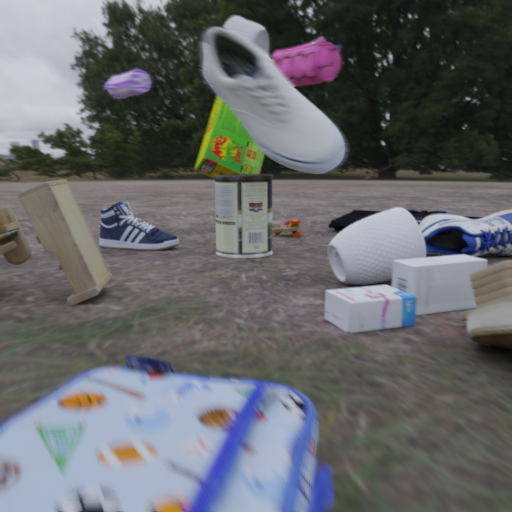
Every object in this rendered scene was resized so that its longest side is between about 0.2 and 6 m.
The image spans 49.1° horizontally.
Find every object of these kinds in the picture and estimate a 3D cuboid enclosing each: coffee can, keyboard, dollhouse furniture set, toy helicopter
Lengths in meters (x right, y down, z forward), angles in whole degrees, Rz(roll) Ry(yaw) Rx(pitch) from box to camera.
[{"bbox_3d":[-0.255,-0.844,11.500,1.194,1.632,1.194,0,10,0],"label":"coffee can"},{"bbox_3d":[4.143,-0.824,14.886,3.907,0.501,2.346,8,19,34],"label":"keyboard"},{"bbox_3d":[-3.586,0.155,7.922,2.455,1.631,2.152,-22,11,0],"label":"dollhouse furniture set"},{"bbox_3d":[0.623,-0.684,14.261,1.061,0.419,0.702,-8,12,-9],"label":"toy helicopter"}]

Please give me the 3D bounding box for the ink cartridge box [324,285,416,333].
[{"bbox_3d":[1.362,0.627,6.754,0.904,0.383,0.653,-5,11,-20],"label":"ink cartridge box"}]

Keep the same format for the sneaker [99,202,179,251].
[{"bbox_3d":[-2.605,-0.664,12.280,1.866,1.012,0.654,2,10,14],"label":"sneaker"}]

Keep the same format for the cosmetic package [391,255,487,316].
[{"bbox_3d":[2.422,0.371,7.408,1.206,0.681,0.489,-3,11,-23],"label":"cosmetic package"}]

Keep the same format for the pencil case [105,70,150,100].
[{"bbox_3d":[-3.107,-4.139,13.509,0.600,0.589,1.403,3,3,-39],"label":"pencil case"}]

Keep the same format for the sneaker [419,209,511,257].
[{"bbox_3d":[4.488,-0.293,11.021,2.599,0.978,1.145,-3,20,23],"label":"sneaker"}]

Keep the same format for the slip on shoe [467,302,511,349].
[{"bbox_3d":[2.889,0.774,4.744,1.067,0.851,2.807,1,-9,-23],"label":"slip on shoe"}]

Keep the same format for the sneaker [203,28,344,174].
[{"bbox_3d":[0.141,-2.691,9.684,3.329,1.216,1.179,43,-6,20],"label":"sneaker"}]

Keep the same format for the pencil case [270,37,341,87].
[{"bbox_3d":[1.114,-4.706,13.737,0.953,0.984,2.100,-46,30,-20],"label":"pencil case"}]

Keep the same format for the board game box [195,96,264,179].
[{"bbox_3d":[-0.447,-3.183,14.181,1.463,2.879,0.686,21,-28,-17],"label":"board game box"}]

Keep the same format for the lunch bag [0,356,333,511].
[{"bbox_3d":[-0.471,1.161,2.716,1.629,0.768,2.033,4,12,12],"label":"lunch bag"}]

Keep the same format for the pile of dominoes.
[{"bbox_3d":[3.742,0.279,5.943,2.774,0.442,2.162,-1,-15,-14],"label":"pile of dominoes"}]

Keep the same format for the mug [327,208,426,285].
[{"bbox_3d":[1.795,-0.039,8.972,1.259,1.060,1.436,-19,-10,-12],"label":"mug"}]

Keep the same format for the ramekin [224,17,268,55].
[{"bbox_3d":[-0.233,-4.127,11.292,0.635,1.210,1.210,19,16,17],"label":"ramekin"}]
